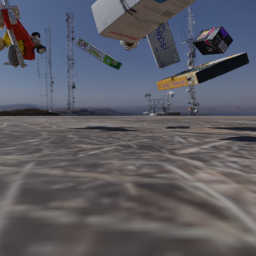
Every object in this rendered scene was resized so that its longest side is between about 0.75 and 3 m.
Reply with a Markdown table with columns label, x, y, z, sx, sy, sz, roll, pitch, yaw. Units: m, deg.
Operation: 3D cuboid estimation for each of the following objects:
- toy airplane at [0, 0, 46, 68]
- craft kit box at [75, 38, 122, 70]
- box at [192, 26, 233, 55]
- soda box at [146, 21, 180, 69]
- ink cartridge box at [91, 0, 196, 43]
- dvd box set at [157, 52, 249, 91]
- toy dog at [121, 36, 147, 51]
| label | x | y | z | sx | sy | sz | roll | pitch | yaw |
| --- | --- | --- | --- | --- | --- | --- | --- | --- | --- |
| toy airplane | -3.787 | -2.986 | 8.950 | 1.523 | 2.148 | 2.158 | -26 | 24 | 0 |
| craft kit box | -0.939 | -2.470 | 9.440 | 1.342 | 0.330 | 1.359 | 35 | 11 | 6 |
| box | 3.113 | -3.207 | 10.394 | 0.754 | 0.654 | 1.233 | 40 | -6 | -24 |
| soda box | 0.803 | -2.806 | 7.886 | 0.674 | 2.125 | 0.726 | -21 | 25 | 8 |
| ink cartridge box | 0.269 | -2.299 | 5.194 | 1.556 | 0.668 | 1.139 | -22 | -9 | 40 |
| dvd box set | 2.029 | -1.575 | 8.099 | 1.684 | 0.338 | 2.301 | -24 | 10 | -15 |
| toy dog | 0.308 | -3.221 | 9.381 | 1.406 | 1.363 | 0.981 | -43 | 14 | -7 |
